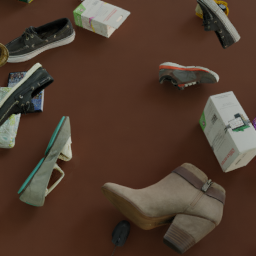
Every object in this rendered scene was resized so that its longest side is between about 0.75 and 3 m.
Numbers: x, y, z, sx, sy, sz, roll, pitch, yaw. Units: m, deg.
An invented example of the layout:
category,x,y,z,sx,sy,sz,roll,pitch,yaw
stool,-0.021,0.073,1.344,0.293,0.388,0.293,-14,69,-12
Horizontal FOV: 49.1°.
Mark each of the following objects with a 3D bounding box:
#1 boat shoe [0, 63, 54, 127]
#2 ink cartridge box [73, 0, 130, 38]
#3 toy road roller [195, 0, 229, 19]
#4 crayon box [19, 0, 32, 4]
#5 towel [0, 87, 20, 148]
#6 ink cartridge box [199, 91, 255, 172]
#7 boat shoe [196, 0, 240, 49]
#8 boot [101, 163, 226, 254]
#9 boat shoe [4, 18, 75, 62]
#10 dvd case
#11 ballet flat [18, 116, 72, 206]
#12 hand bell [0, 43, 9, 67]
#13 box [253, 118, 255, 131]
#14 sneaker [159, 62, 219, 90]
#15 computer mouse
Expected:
category,x,y,z,sx,sy,sz,roll,pitch,yaw
boat shoe,-2.693,-0.745,7.312,0.723,0.815,2.180,36,53,-12
ink cartridge box,-1.010,-4.360,11.157,1.987,0.669,1.163,27,63,15
toy road roller,3.491,-4.869,11.443,1.245,0.765,0.909,35,53,13
crayon box,-4.702,-6.863,12.596,2.153,0.727,2.495,23,62,13
towel,-4.324,-0.374,8.803,1.746,0.491,2.039,1,67,3
ink cartridge box,2.897,0.131,8.109,0.792,1.372,1.879,-14,62,-9
boat shoe,1.623,-1.973,5.285,0.418,1.261,0.441,-43,37,18
boot,1.044,1.745,7.461,2.916,1.024,2.132,34,60,16
boat shoe,-3.381,-3.360,10.400,2.891,0.958,1.011,-21,62,-12
dvd case,-3.540,-1.254,9.631,1.271,0.156,1.782,-5,60,-2
ballet flat,-2.123,0.939,8.062,0.868,0.918,2.724,31,62,-14
hand bell,-2.640,-1.617,5.230,0.526,0.526,1.009,-27,56,-15
box,5.212,0.456,8.417,2.486,0.486,1.701,2,59,1
sneaker,2.033,-1.641,9.648,2.058,0.793,0.843,11,82,11
computer mouse,-0.334,3.006,7.067,0.422,0.245,1.440,21,62,11
